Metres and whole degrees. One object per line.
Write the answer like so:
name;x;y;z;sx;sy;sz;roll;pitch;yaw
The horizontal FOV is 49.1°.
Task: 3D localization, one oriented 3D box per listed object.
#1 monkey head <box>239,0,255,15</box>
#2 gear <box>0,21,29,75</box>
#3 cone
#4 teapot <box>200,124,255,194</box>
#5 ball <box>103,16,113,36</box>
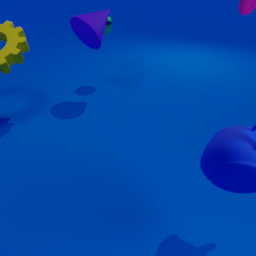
monkey head;1.997;-2.006;3.763;0.866;1.034;1.438;29;42;30
gear;-3.695;-2.151;7.531;1.920;0.355;1.920;-1;57;1
cone;-0.931;-3.266;8.592;1.192;1.192;1.196;27;70;36
teapot;1.271;0.345;3.255;0.848;1.363;0.668;18;53;1
ball;-0.913;-3.584;9.661;0.760;0.760;0.760;0;32;0
